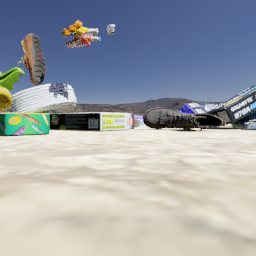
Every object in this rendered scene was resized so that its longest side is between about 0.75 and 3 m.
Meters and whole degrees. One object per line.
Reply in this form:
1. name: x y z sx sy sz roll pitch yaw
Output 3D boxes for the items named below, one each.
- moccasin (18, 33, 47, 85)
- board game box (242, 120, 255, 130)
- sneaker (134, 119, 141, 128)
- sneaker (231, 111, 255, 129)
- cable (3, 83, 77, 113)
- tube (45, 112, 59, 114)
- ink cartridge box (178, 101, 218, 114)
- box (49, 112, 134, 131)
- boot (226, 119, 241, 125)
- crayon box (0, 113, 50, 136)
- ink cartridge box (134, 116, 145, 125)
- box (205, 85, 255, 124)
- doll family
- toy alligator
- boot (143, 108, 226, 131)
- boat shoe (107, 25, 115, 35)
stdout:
1. moccasin: -3.920 -2.735 11.364 0.876 2.268 0.830 -22 -14 20
2. board game box: 3.933 -0.090 8.171 0.994 0.306 0.993 1 2 14
3. sneaker: 0.016 -0.186 10.492 0.882 0.330 0.468 -3 6 -32
4. sneaker: 4.081 -0.310 9.198 1.444 0.659 0.560 -3 1 -5
5. cable: -3.630 -0.917 11.653 2.946 1.020 2.946 -22 -4 37
6. tube: -3.425 -0.259 10.381 0.618 0.690 2.379 47 22 16
7. ink cartridge box: 3.738 -0.803 14.397 2.190 0.475 2.170 -7 22 -7
8. box: -1.398 -0.195 8.477 2.824 0.490 1.554 1 2 35
9. boot: 4.652 -0.417 11.723 2.496 0.992 2.867 -10 -2 43
10. crayon box: -2.495 -0.097 6.087 0.929 0.455 1.563 -2 3 -44
11. ink cartridge box: -0.172 -0.444 15.578 2.424 0.531 2.447 1 3 -5
12. box: 3.907 -0.845 9.451 2.418 0.556 1.922 -28 1 -9
13. doll family: -1.810 -3.455 10.344 1.106 0.803 1.782 -5 7 -27
14. toy alligator: -3.390 -0.360 5.406 2.998 0.720 0.994 -24 47 -16
15. boot: 1.518 -0.261 7.921 1.937 0.671 1.686 2 1 -11
16. boat shoe: -0.726 -4.221 12.069 0.355 0.315 0.965 -10 9 -3
